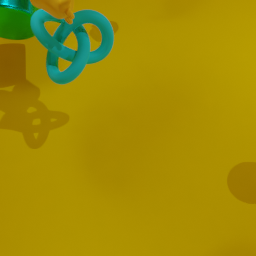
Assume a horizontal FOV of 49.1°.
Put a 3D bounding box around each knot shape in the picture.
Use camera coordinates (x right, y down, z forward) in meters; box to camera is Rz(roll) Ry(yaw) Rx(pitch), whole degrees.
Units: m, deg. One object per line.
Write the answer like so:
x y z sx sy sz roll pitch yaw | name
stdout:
-1.139 -1.673 5.205 1.510 0.698 1.413 -45 91 -4 | knot shape

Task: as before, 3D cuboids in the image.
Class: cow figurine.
-1.016 -2.620 4.483 1.570 0.862 1.545 -38 105 -9 | cow figurine

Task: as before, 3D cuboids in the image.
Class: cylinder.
-2.712 -2.964 6.478 1.333 1.333 1.333 -3 77 -1 | cylinder
